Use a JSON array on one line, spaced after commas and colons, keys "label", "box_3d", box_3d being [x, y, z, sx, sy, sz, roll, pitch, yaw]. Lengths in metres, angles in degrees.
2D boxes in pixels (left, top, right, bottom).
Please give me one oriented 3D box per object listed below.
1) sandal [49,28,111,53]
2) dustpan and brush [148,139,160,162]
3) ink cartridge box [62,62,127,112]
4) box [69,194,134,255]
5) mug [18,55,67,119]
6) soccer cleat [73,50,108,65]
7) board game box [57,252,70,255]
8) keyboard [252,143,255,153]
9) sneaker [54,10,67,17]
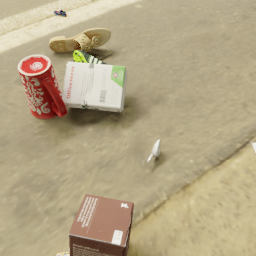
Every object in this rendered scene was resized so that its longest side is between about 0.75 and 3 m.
[{"label": "sandal", "box_3d": [-2.188, -3.734, 12.853, 2.936, 1.077, 0.966, -7, 56, 5]}, {"label": "dustpan and brush", "box_3d": [0.869, 0.844, 9.365, 0.245, 0.598, 0.857, 9, 44, 16]}, {"label": "ink cartridge box", "box_3d": [-1.237, -1.540, 10.679, 2.224, 0.938, 1.624, 7, 84, 5]}, {"label": "box", "box_3d": [-0.636, 2.764, 7.007, 1.311, 1.596, 1.324, 9, 31, 7]}, {"label": "mug", "box_3d": [-2.960, -1.469, 10.291, 1.857, 2.092, 1.396, 13, 52, 11]}, {"label": "soccer cleat", "box_3d": [-1.472, -2.679, 12.192, 1.002, 0.835, 2.473, -17, 46, -43]}, {"label": "board game box", "box_3d": [-1.488, 3.627, 7.440, 0.823, 0.191, 0.623, -3, 51, -3]}, {"label": "keyboard", "box_3d": [4.843, 1.527, 9.154, 0.731, 0.139, 2.598, -3, 51, -2]}, {"label": "sneaker", "box_3d": [-3.707, -6.343, 15.326, 0.768, 0.301, 0.289, 14, 52, 11]}]
